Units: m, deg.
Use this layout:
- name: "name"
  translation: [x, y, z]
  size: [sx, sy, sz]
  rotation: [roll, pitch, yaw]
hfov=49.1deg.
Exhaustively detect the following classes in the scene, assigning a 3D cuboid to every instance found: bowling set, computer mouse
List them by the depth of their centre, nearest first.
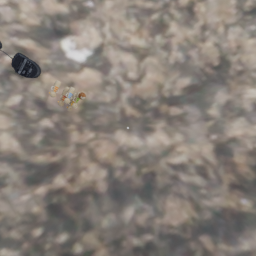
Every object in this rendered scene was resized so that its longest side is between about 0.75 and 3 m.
- name: "bowling set"
  translation: [-1.380, -0.699, 6.707]
  size: [0.653, 0.938, 0.503]
  rotation: [19, 82, 35]
- name: "computer mouse"
  translation: [-2.891, -1.763, 6.907]
  size: [1.628, 0.277, 0.477]
  rotation: [34, 105, -13]
